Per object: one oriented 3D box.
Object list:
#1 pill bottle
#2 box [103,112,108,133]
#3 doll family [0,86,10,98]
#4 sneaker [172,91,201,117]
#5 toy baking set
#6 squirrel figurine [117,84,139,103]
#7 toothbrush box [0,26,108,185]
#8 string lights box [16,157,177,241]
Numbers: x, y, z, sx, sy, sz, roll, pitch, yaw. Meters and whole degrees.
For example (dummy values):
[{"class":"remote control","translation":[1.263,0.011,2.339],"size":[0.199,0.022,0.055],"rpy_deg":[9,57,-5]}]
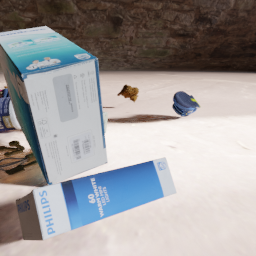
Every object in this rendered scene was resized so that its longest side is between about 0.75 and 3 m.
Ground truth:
[{"class":"pill bottle","translation":[-3.522,-0.411,8.178],"size":[1.736,0.964,0.964],"rpy_deg":[-5,14,2]},{"class":"box","translation":[-1.591,-0.266,8.208],"size":[1.899,0.649,0.780],"rpy_deg":[12,14,26]},{"class":"doll family","translation":[-3.955,-0.857,9.750],"size":[1.963,1.218,0.885],"rpy_deg":[-4,-10,10]},{"class":"sneaker","translation":[1.907,-0.739,9.643],"size":[0.799,0.718,1.943],"rpy_deg":[-37,-19,22]},{"class":"toy baking set","translation":[-2.049,0.584,5.884],"size":[1.305,0.198,1.701],"rpy_deg":[-6,22,-21]},{"class":"squirrel figurine","translation":[0.113,-1.441,11.863],"size":[0.836,0.780,0.592],"rpy_deg":[-20,34,59]},{"class":"toothbrush box","translation":[-1.589,-0.632,5.489],"size":[1.206,2.070,2.828],"rpy_deg":[-19,35,-25]},{"class":"string lights box","translation":[-0.377,0.859,3.552],"size":[1.784,0.526,0.917],"rpy_deg":[-9,-13,-34]}]
